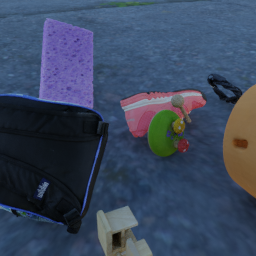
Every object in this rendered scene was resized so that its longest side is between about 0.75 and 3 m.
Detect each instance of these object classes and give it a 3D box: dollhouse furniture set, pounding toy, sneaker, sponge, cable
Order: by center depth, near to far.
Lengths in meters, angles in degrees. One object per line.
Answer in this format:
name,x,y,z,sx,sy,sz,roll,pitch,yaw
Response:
dollhouse furniture set,-0.091,1.902,2.906,0.861,1.369,1.548,-13,34,-21
pounding toy,1.062,0.028,5.951,0.616,1.025,1.328,10,56,48
sneaker,0.956,-0.339,6.974,2.541,1.102,0.937,-9,0,-32
sponge,-1.691,-1.775,7.865,1.418,0.379,2.542,7,68,-26
cable,2.781,-1.027,7.975,0.307,0.985,1.207,-43,49,-8

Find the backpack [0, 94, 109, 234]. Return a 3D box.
backpack,-1.468,0.496,4.577,2.026,1.489,1.854,14,76,0

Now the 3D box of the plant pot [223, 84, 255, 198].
plant pot,2.926,0.306,4.373,2.876,2.876,2.013,-20,23,-28
